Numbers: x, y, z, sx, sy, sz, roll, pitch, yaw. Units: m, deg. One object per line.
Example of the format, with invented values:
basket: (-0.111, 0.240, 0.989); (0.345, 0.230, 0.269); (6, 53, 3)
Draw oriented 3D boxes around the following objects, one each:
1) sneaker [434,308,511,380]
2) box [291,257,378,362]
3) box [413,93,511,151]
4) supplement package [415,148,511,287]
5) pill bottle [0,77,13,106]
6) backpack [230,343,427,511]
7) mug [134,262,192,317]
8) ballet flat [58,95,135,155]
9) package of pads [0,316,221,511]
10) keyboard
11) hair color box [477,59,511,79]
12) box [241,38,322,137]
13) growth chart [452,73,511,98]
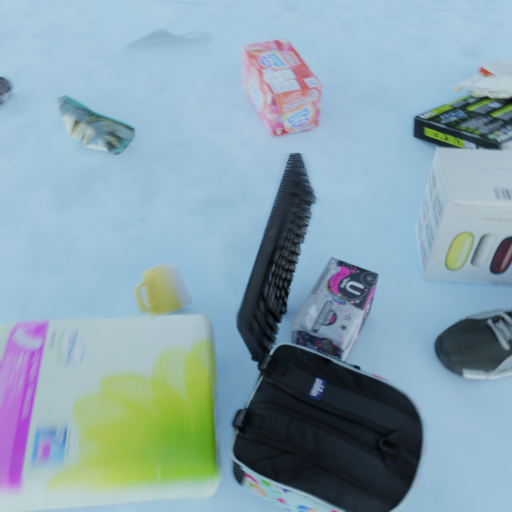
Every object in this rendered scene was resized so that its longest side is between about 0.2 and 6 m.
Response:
sneaker: (4.197, 0.807, 8.340); (3.019, 1.743, 1.133); (-10, 47, -10)
box: (1.230, 0.931, 8.743); (0.857, 0.987, 1.494); (21, 50, 18)
box: (5.174, -2.908, 12.240); (2.488, 0.591, 2.403); (-25, 34, -22)
supplement package: (3.863, -0.637, 9.577); (1.831, 1.914, 1.408); (4, 47, 4)
pill bottle: (-6.329, -3.962, 13.670); (0.467, 0.467, 0.879); (4, 47, 4)
backpack: (0.928, 2.334, 6.962); (2.176, 1.638, 1.931); (15, 53, 18)
mug: (-1.491, 0.527, 9.001); (0.733, 0.751, 0.915); (-17, 5, 2)
ballet flat: (-3.714, -2.860, 12.375); (2.484, 0.922, 0.922); (29, 53, 35)
package of pads: (-2.073, 2.009, 7.604); (3.128, 1.067, 2.417); (-1, 49, -5)
keyboard: (0.423, 0.106, 8.807); (0.397, 1.859, 3.096); (10, 62, 17)
hair color box: (6.373, -4.304, 13.979); (0.855, 0.493, 1.541); (-21, 49, -19)
box: (0.534, -4.015, 13.247); (1.242, 1.146, 2.421); (-13, 48, -12)
growth chart: (5.788, -3.853, 12.877); (1.735, 0.213, 2.397); (-29, 38, -32)
